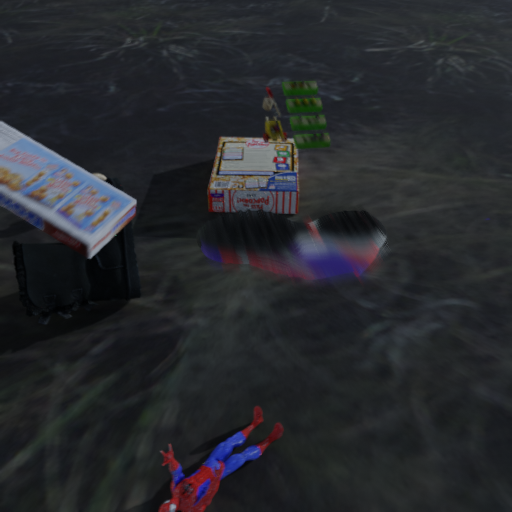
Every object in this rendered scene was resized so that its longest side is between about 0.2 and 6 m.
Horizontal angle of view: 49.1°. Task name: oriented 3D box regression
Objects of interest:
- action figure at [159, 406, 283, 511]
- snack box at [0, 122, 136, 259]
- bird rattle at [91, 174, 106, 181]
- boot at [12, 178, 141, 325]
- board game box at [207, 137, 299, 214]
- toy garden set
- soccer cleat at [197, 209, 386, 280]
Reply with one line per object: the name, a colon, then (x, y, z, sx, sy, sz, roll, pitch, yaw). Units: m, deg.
action figure: (-0.502, 2.584, 7.271, 0.634, 0.961, 1.943, 30, 49, 33)
snack box: (-3.606, -1.228, 8.873, 3.317, 0.403, 1.192, 30, 49, 8)
bird rattle: (-3.574, -1.424, 12.497, 1.169, 0.953, 0.659, -24, 61, -15)
boot: (-3.179, -0.126, 9.793, 2.002, 2.444, 0.904, -8, -4, -24)
board game box: (-0.003, -1.994, 13.400, 2.023, 0.618, 2.671, 2, 38, 3)
toy garden set: (0.733, -2.948, 11.410, 1.347, 0.323, 1.616, -5, 67, -11)
soccer cleat: (0.444, -0.039, 7.019, 2.458, 0.900, 0.839, -4, 42, -21)
